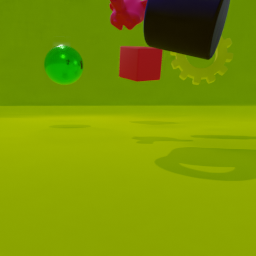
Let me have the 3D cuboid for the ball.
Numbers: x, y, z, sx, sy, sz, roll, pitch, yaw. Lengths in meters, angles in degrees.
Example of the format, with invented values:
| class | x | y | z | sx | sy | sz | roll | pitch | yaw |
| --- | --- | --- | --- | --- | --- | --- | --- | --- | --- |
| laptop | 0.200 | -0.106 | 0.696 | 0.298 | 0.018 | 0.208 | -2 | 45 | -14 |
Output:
| class | x | y | z | sx | sy | sz | roll | pitch | yaw |
| --- | --- | --- | --- | --- | --- | --- | --- | --- | --- |
| ball | -2.216 | -2.176 | 9.706 | 1.342 | 1.342 | 1.342 | 0 | 5 | 0 |

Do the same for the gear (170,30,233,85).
| class | x | y | z | sx | sy | sz | roll | pitch | yaw |
| --- | --- | --- | --- | --- | --- | --- | --- | --- | --- |
| gear | 1.760 | -1.787 | 6.763 | 1.434 | 1.434 | 0.265 | 1 | -1 | 7 |

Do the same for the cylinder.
| class | x | y | z | sx | sy | sz | roll | pitch | yaw |
| --- | --- | --- | --- | --- | --- | --- | --- | --- | --- |
| cylinder | 0.991 | -1.834 | 4.722 | 1.133 | 1.133 | 1.133 | 19 | 11 | 19 |

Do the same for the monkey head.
| class | x | y | z | sx | sy | sz | roll | pitch | yaw |
| --- | --- | --- | --- | --- | --- | --- | --- | --- | --- |
| monkey head | -0.031 | -2.911 | 6.733 | 1.381 | 0.832 | 0.994 | 10 | -31 | 30 |

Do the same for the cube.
| class | x | y | z | sx | sy | sz | roll | pitch | yaw |
| --- | --- | --- | --- | --- | --- | --- | --- | --- | --- |
| cube | 0.510 | -2.680 | 11.581 | 1.273 | 1.273 | 1.273 | -11 | 23 | -35 |
